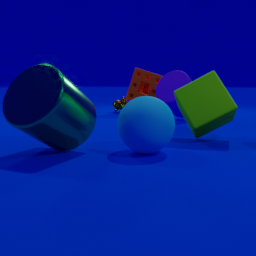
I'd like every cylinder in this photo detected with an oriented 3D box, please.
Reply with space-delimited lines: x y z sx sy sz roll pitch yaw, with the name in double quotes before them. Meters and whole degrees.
"cylinder" 1.718 -1.110 9.387 1.196 1.196 1.196 7 -19 39
"cylinder" -1.293 -0.310 4.801 1.144 1.144 1.144 4 -21 25

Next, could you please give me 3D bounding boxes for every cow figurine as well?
"cow figurine" -0.223 -0.893 11.738 0.938 0.923 0.515 38 65 17

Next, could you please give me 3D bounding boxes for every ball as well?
"ball" 0.312 -0.056 4.865 0.992 0.992 0.992 0 9 0

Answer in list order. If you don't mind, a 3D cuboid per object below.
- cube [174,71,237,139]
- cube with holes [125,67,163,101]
"cube" 1.610 -0.455 5.886 0.913 0.913 0.913 -28 -20 7
"cube with holes" 0.968 -1.621 11.848 1.358 1.358 1.358 23 13 26
